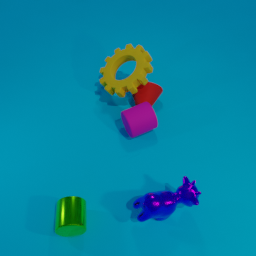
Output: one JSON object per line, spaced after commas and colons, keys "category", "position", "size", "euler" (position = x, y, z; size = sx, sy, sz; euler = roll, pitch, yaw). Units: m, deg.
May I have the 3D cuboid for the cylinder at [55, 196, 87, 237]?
{"category": "cylinder", "position": [-1.318, 2.055, 6.501], "size": [0.708, 0.708, 0.708], "euler": [-5, 49, -4]}

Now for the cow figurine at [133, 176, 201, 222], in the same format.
{"category": "cow figurine", "position": [0.931, 1.655, 6.444], "size": [1.337, 1.316, 0.734], "euler": [8, 49, -39]}

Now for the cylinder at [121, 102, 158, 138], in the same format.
{"category": "cylinder", "position": [0.329, -0.245, 8.331], "size": [0.844, 0.844, 0.844], "euler": [-23, 53, -10]}

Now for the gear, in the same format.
{"category": "gear", "position": [-0.081, -1.838, 8.911], "size": [1.758, 0.325, 1.758], "euler": [-13, 62, 24]}

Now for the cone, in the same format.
{"category": "cone", "position": [0.510, -0.770, 9.040], "size": [1.102, 1.102, 1.106], "euler": [8, 75, 7]}
